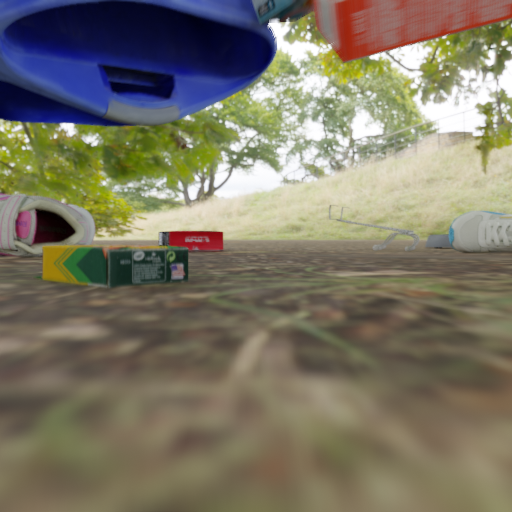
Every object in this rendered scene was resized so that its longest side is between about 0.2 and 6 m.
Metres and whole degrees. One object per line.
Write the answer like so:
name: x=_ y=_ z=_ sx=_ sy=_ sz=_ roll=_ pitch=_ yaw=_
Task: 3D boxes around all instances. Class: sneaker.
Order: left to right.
sneaker: x=-3.462 y=-0.472 z=7.846 sx=2.444 sy=0.994 sz=1.078 roll=-1 pitch=0 yaw=-23
sneaker: x=4.312 y=-0.414 z=9.657 sx=2.017 sy=0.772 sz=0.815 roll=-2 pitch=3 yaw=-11

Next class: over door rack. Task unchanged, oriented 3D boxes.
over door rack: x=2.461 y=-0.501 z=11.838 sx=1.858 sy=0.619 sz=1.372 roll=23 pitch=9 yaw=17

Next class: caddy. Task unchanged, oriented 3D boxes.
caddy: x=-1.836 y=-2.940 z=7.577 sx=3.306 sy=2.455 sz=4.677 roll=-18 pitch=-3 yaw=40

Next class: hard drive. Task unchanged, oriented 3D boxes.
hard drive: x=4.955 y=-0.343 z=13.299 sx=1.652 sy=0.350 sz=1.114 roll=1 pitch=2 yaw=29

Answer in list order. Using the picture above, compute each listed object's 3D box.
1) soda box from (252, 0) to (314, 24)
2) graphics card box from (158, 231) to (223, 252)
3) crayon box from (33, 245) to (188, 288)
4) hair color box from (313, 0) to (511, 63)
soda box: x=0.992 y=-3.574 z=6.343 sx=2.493 sy=0.852 sz=0.792 roll=-12 pitch=11 yaw=46
graphics card box: x=-1.306 y=-0.288 z=10.911 sx=1.028 sy=0.417 sz=1.638 roll=-1 pitch=1 yaw=-16
crayon box: x=-0.970 y=0.051 z=3.649 sx=0.950 sy=0.241 sz=0.603 roll=1 pitch=2 yaw=43
hair color box: x=1.333 y=-2.123 z=4.482 sx=1.610 sy=0.515 sz=0.893 roll=-14 pitch=40 yaw=-1
